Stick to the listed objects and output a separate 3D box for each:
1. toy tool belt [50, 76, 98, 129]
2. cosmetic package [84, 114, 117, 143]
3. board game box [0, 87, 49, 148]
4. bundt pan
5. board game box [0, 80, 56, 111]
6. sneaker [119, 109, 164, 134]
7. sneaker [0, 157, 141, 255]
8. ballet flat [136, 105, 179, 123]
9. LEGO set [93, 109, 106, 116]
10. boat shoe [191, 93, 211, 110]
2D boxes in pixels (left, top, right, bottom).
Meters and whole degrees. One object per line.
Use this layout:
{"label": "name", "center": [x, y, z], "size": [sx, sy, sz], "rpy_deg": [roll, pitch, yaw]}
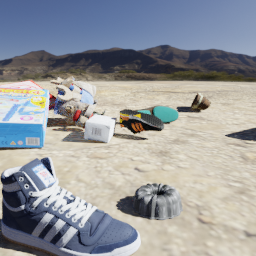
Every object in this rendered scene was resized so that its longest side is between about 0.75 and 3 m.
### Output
{"label": "toy tool belt", "center": [-2.315, -1.053, 10.882], "size": [1.783, 1.811, 2.901], "rpy_deg": [24, 21, -19]}
{"label": "cosmetic package", "center": [-0.867, -0.015, 9.080], "size": [0.813, 0.584, 1.440], "rpy_deg": [10, 11, 5]}
{"label": "board game box", "center": [-3.968, -0.438, 8.624], "size": [2.854, 0.798, 2.795], "rpy_deg": [2, 27, -14]}
{"label": "bundt pan", "center": [0.478, 1.144, 4.561], "size": [0.845, 0.317, 0.845], "rpy_deg": [0, 13, 0]}
{"label": "board game box", "center": [-4.554, -1.127, 11.301], "size": [1.970, 0.602, 2.600], "rpy_deg": [32, 35, 32]}
{"label": "sneaker", "center": [0.432, -0.084, 9.214], "size": [1.641, 0.738, 0.574], "rpy_deg": [20, 31, 26]}
{"label": "sneaker", "center": [-0.802, 0.975, 3.538], "size": [1.962, 1.065, 0.688], "rpy_deg": [4, 13, 18]}
{"label": "ballet flat", "center": [0.969, -0.549, 11.554], "size": [2.183, 0.742, 0.747], "rpy_deg": [-1, 2, -5]}
{"label": "LEGO set", "center": [-1.659, -0.540, 12.403], "size": [1.515, 0.429, 0.984], "rpy_deg": [-10, -10, 40]}
{"label": "boat shoe", "center": [4.006, -1.325, 15.212], "size": [0.920, 0.919, 2.488], "rpy_deg": [26, 15, 7]}
